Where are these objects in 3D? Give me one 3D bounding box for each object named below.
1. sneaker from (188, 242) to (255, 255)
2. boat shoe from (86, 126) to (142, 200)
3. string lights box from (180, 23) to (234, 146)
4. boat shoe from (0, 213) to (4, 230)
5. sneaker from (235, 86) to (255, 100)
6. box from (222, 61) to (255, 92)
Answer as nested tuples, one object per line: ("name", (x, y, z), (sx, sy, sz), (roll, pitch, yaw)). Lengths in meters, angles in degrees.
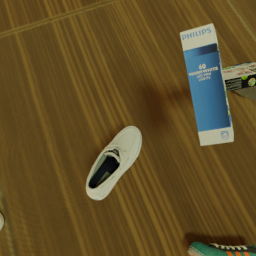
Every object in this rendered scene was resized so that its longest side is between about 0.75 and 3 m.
("sneaker", (2.435, 2.954, 6.337), (2.145, 0.766, 0.857), (24, 68, 2))
("boat shoe", (-0.228, 0.585, 5.365), (0.622, 0.552, 1.690), (23, 64, 13))
("string lights box", (1.140, -0.587, 3.982), (0.452, 0.788, 1.533), (-10, 96, 21))
("boat shoe", (-3.983, 2.047, 6.705), (1.977, 0.630, 0.699), (17, 70, 6))
("sneaker", (4.148, -1.554, 8.017), (2.601, 0.973, 1.382), (10, 64, -6))
("box", (1.902, -0.928, 5.128), (1.361, 0.236, 0.749), (-12, 26, -10))
